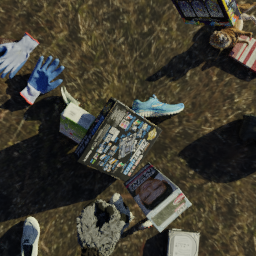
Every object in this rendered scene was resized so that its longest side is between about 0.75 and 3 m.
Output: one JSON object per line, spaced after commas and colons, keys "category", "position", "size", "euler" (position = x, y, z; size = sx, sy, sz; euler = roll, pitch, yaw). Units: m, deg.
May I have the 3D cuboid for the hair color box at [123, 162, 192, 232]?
{"category": "hair color box", "position": [0.796, 2.017, 8.696], "size": [1.185, 2.394, 0.726], "euler": [-40, 109, -6]}

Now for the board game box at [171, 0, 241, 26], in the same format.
{"category": "board game box", "position": [2.166, -3.694, 8.153], "size": [1.795, 1.484, 0.509], "euler": [25, 79, 45]}

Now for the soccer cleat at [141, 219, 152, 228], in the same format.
{"category": "soccer cleat", "position": [0.956, 3.739, 11.348], "size": [0.979, 0.339, 0.380], "euler": [-19, 84, -7]}

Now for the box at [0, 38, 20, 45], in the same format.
{"category": "box", "position": [-4.755, -3.393, 11.434], "size": [0.998, 0.500, 0.374], "euler": [5, 89, -1]}

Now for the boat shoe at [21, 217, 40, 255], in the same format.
{"category": "boat shoe", "position": [-3.919, 4.505, 11.151], "size": [0.626, 0.639, 1.793], "euler": [-1, 88, 0]}

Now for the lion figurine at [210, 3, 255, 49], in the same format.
{"category": "lion figurine", "position": [4.359, -4.190, 11.357], "size": [1.497, 0.886, 2.444], "euler": [19, 73, 20]}

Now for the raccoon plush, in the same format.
{"category": "raccoon plush", "position": [-0.884, 3.339, 8.508], "size": [1.406, 1.947, 2.906], "euler": [29, 78, 18]}

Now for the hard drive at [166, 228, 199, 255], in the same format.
{"category": "hard drive", "position": [2.165, 5.034, 11.295], "size": [1.261, 0.341, 1.805], "euler": [6, 89, 1]}

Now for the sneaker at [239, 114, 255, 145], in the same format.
{"category": "sneaker", "position": [5.781, 0.393, 11.186], "size": [2.814, 1.069, 1.277], "euler": [20, 98, 8]}

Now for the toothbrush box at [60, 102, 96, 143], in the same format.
{"category": "toothbrush box", "position": [-1.956, -0.119, 10.760], "size": [1.140, 1.566, 0.674], "euler": [33, 62, 1]}

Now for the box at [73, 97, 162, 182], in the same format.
{"category": "box", "position": [-0.318, 0.531, 10.494], "size": [2.546, 0.637, 2.565], "euler": [29, 96, -38]}

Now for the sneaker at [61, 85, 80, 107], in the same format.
{"category": "sneaker", "position": [-2.314, -1.102, 11.410], "size": [0.557, 0.519, 1.405], "euler": [-29, 95, -10]}

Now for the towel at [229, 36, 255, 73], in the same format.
{"category": "towel", "position": [5.118, -3.057, 11.592], "size": [1.615, 0.184, 1.163], "euler": [32, 87, -1]}

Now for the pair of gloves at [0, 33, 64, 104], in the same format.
{"category": "pair of gloves", "position": [-4.037, -2.427, 11.234], "size": [2.709, 0.309, 2.178], "euler": [44, 92, -13]}

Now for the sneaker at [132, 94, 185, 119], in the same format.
{"category": "sneaker", "position": [1.197, -0.902, 11.215], "size": [2.148, 0.842, 0.966], "euler": [-2, 85, -1]}
